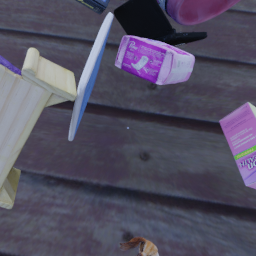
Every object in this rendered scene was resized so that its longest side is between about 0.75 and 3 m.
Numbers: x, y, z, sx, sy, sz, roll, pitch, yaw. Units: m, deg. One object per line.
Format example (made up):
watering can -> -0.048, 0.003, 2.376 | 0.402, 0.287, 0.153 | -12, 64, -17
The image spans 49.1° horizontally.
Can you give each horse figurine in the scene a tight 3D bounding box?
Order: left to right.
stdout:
horse figurine -> 0.367, 2.514, 5.165 | 0.897, 0.338, 1.354 | -40, 106, -50

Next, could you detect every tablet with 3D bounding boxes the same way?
tablet -> -0.860, -0.896, 5.892 | 0.184, 2.693, 1.752 | 19, 65, -7

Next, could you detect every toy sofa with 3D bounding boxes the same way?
toy sofa -> -2.210, -0.009, 5.161 | 1.401, 1.189, 2.872 | 24, 111, -24

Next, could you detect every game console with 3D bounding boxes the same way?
game console -> 0.719, -2.452, 6.590 | 1.543, 1.754, 1.021 | -11, 102, -25

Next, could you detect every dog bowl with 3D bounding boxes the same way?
dog bowl -> 1.924, -3.520, 6.312 | 2.946, 2.946, 1.086 | -23, 81, -9

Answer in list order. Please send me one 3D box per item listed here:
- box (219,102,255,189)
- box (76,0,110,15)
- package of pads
box -> 2.825, 0.471, 5.831 | 1.380, 0.758, 1.568 | 20, 44, -36
box -> -0.892, -4.062, 6.039 | 1.907, 0.617, 2.418 | 24, 89, -21
package of pads -> 0.505, -1.076, 4.501 | 0.864, 1.435, 0.543 | 25, 111, 18
